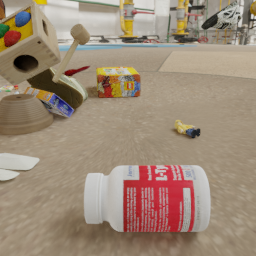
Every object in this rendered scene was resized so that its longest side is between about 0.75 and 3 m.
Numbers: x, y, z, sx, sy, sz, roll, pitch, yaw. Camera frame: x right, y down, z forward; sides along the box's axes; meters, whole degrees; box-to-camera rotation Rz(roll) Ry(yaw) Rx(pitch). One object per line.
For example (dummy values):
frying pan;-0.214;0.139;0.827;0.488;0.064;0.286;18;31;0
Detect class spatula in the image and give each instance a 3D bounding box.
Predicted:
spatula;-3.398;0.882;5.965;2.513;0.202;1.747;5;27;15

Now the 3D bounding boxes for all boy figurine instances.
boy figurine;1.693;0.010;8.090;0.562;0.291;0.904;-13;26;-25

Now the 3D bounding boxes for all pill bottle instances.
pill bottle;0.263;1.061;4.261;1.757;0.986;0.986;0;20;0

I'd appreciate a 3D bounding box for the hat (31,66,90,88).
hat;-2.833;-1.663;11.355;1.795;2.039;1.689;21;58;-13

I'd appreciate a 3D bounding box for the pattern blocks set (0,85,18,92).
pattern blocks set;-5.848;-1.917;13.510;1.065;0.098;1.211;-7;22;-16

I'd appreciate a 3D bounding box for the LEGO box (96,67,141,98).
LEGO box;-0.517;-2.176;12.954;1.845;0.956;2.478;-2;21;-6

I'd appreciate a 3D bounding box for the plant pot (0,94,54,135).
plant pot;-3.330;-0.534;8.692;1.925;0.889;1.925;1;20;0

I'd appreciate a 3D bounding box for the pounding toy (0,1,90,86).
pounding toy;-2.071;-1.985;6.463;2.234;1.022;1.963;-24;55;10

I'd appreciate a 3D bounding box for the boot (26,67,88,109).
boot;-2.650;-1.719;10.412;2.541;0.916;1.965;36;10;-7

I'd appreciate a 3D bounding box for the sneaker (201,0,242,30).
sneaker;2.772;-3.091;8.080;1.478;0.654;0.547;-35;11;-18

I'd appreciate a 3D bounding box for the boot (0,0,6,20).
boot;-3.934;-3.402;7.534;0.667;1.835;1.949;-16;1;-3

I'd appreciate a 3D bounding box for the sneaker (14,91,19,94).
sneaker;-4.607;-1.301;11.564;0.330;0.327;0.911;-19;24;-26

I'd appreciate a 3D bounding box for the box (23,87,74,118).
box;-2.633;-0.857;9.454;1.765;0.366;1.051;19;-16;40
